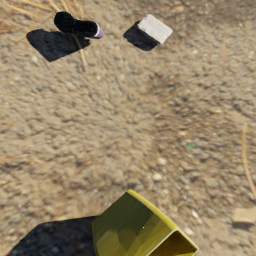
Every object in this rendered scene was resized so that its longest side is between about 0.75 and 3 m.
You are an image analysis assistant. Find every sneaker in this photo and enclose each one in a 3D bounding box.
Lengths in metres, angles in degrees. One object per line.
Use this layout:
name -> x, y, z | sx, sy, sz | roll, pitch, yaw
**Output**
sneaker -> -1.605, -3.257, 9.169 | 1.708, 0.748, 0.647 | 25, 100, 14

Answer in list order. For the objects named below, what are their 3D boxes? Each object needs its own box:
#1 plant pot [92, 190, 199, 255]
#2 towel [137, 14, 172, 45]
plant pot -> 0.253, 2.727, 6.877 | 1.948, 1.948, 1.718 | -41, 46, -3
towel -> 0.890, -3.296, 9.322 | 1.057, 0.182, 0.700 | 37, 74, 7
